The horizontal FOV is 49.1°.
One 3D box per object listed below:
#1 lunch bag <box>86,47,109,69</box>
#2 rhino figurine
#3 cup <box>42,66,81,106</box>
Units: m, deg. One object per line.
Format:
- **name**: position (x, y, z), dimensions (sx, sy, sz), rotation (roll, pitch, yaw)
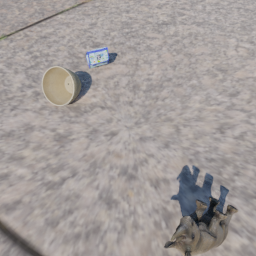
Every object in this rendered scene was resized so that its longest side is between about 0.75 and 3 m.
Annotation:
- **lunch bag**: position (-1.055, -2.476, 9.685), dimensions (0.732, 0.861, 0.548), rotation (-18, 79, -11)
- **rhino figurine**: position (1.206, 1.703, 4.649), dimensions (0.613, 0.897, 2.050), rotation (28, 8, 35)
- **cup**: position (-1.876, -1.289, 8.436), dimensions (1.145, 1.145, 0.819), rotation (18, 20, 18)
